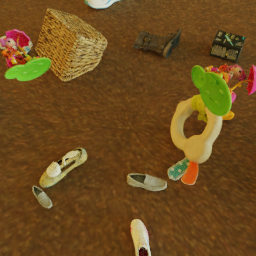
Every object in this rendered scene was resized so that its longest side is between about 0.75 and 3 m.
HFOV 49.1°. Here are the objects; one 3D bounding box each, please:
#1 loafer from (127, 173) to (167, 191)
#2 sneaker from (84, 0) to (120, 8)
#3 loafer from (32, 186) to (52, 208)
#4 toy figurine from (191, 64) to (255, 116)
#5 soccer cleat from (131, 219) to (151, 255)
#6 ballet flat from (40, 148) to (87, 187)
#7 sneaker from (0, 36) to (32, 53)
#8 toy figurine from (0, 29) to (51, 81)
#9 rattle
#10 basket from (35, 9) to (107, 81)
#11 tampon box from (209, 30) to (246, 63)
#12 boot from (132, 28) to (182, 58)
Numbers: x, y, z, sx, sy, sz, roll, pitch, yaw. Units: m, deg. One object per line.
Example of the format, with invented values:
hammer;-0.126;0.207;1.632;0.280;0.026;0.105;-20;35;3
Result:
loafer;0.544;1.541;8.088;1.165;0.407;0.407;6;53;5
sneaker;-0.948;-7.004;14.151;2.948;1.191;1.128;-34;61;-22
loafer;-2.432;1.935;7.865;0.806;0.281;0.282;36;60;24
toy figurine;2.228;-1.025;6.070;1.194;0.974;1.297;-23;57;-16
soccer cleat;0.344;2.830;7.027;0.425;0.525;1.216;-9;53;-7
ballet flat;-1.952;1.111;8.336;1.644;0.581;0.581;-33;60;-23
sneaker;-4.871;-3.487;11.852;1.496;0.572;0.604;4;55;6
toy figurine;-2.690;-1.846;6.813;1.234;0.927;1.136;-27;83;-50
rattle;2.379;0.533;8.867;1.833;2.011;2.816;-11;65;30
basket;-2.293;-3.341;11.573;1.872;1.954;2.623;-8;44;-49
tampon box;4.121;-3.398;11.654;1.186;0.748;0.889;22;56;16
boot;1.276;-3.890;12.089;1.690;0.672;1.941;26;59;18
